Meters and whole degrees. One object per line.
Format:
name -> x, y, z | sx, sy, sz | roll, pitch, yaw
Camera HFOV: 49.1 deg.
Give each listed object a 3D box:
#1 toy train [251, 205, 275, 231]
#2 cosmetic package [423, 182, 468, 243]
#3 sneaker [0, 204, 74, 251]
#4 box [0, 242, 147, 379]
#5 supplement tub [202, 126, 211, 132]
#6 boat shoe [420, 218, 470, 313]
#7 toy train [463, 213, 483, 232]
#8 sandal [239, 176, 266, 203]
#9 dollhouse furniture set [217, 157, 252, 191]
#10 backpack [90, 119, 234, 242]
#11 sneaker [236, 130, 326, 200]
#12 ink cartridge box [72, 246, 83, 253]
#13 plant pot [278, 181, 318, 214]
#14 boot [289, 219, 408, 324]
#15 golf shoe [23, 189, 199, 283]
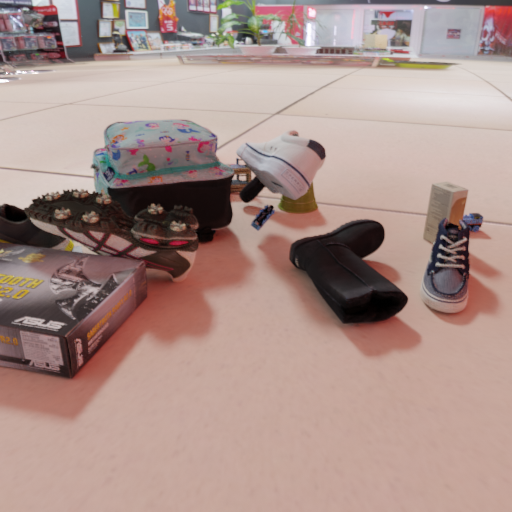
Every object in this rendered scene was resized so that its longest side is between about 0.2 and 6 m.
toy train -> 0.157, -0.850, 12.210 | 0.280, 0.370, 0.647 | 39, 57, 4
cosmetic package -> 4.027, -0.878, 11.943 | 0.451, 1.269, 0.668 | -11, 29, -26
sneaker -> -5.086, -0.429, 10.935 | 2.906, 1.229, 1.082 | -7, 26, -2
box -> -3.742, 0.730, 9.129 | 3.180, 0.769, 2.518 | 7, 27, 14
supplement tub -> -1.885, -3.508, 17.720 | 1.063, 1.063, 1.462 | 3, 26, 6
boat shoe -> 3.472, 0.083, 10.177 | 0.844, 1.048, 2.260 | 7, 26, 14
toy train -> 4.779, -0.757, 12.698 | 0.708, 0.404, 0.307 | -2, 26, -5
sandal -> 0.271, -1.929, 13.978 | 0.357, 1.666, 0.633 | 50, 18, 30
dollhouse furniture set -> -0.714, -2.410, 15.552 | 0.943, 0.938, 1.338 | -5, 26, -11
backpack -> -2.266, -1.820, 12.810 | 2.929, 2.484, 3.299 | -10, 22, -21
sneaker -> 0.562, -2.013, 11.770 | 1.184, 1.221, 3.345 | -44, 26, -1
ink cartridge box -> -3.864, 0.057, 11.272 | 0.745, 0.164, 0.759 | -9, 25, -15
plant pot -> 1.063, -1.682, 13.993 | 1.022, 0.971, 1.022 | 1, 25, 0
boot -> 1.948, 0.212, 10.092 | 2.059, 0.820, 2.498 | -19, 24, -11
golf shoe -> -2.638, -0.306, 10.161 | 3.170, 1.396, 1.224 | 12, 34, 3
